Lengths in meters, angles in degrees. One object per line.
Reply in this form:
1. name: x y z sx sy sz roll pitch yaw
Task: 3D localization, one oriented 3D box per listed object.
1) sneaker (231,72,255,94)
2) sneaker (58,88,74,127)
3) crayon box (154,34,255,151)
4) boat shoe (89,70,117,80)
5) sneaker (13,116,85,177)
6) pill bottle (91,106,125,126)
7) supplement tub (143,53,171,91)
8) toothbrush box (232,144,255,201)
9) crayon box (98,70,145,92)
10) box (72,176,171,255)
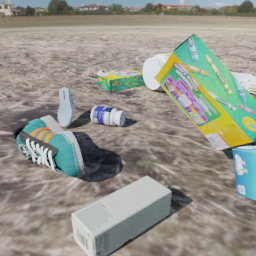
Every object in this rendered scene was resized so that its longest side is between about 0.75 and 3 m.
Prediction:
1. sneaker: 5.024 -1.956 12.304 2.571 0.947 1.486 -12 24 -26
2. sneaker: -2.009 -0.647 9.373 0.525 0.509 1.437 -9 65 12
3. crayon box: 1.825 -0.702 6.409 0.728 2.500 1.485 -40 -2 -15
4. boat shoe: -1.318 -2.823 14.738 1.593 0.498 0.567 3 27 10
5. sneaker: -2.028 0.532 6.924 1.162 1.038 2.909 -21 27 -26
6. pill bottle: -0.656 -0.385 9.282 1.036 0.599 0.599 10 26 19
7. supplement tub: 2.003 -2.635 12.918 2.295 1.668 1.668 -15 29 -30
8. toothbrush box: 3.486 0.825 5.093 1.825 1.063 2.492 -8 3 -19
9. crayon box: -0.308 -2.315 13.501 2.014 0.587 1.196 -16 29 -30
10. box: -0.070 1.547 5.040 1.769 0.605 0.727 -18 30 -35
